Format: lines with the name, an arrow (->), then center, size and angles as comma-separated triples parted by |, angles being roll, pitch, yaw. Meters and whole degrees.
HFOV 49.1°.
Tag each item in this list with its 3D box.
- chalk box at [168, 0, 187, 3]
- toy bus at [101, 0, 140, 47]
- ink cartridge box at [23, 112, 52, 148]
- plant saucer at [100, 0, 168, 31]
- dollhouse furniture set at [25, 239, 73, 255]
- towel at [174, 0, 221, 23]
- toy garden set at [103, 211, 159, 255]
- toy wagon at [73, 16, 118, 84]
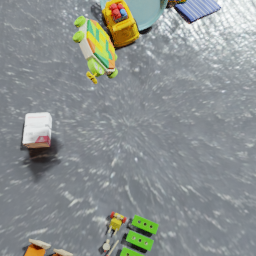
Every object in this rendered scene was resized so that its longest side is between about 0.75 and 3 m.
chalk box -> 1.850, -6.654, 11.891 | 1.438, 1.430, 2.311 | 4, 57, 3
toy bus -> -0.385, -4.194, 10.428 | 1.169, 1.654, 1.723 | -23, 76, 2
ink cartridge box -> -2.921, 0.069, 9.086 | 0.777, 0.453, 1.067 | -3, 65, -2
plant saucer -> 0.236, -5.233, 11.048 | 2.758, 0.378, 2.758 | 3, 102, 12
dollhouse furniture set -> -1.952, 4.169, 6.566 | 2.412, 1.256, 2.439 | 19, 65, 9
towel -> 2.948, -5.104, 11.873 | 1.664, 0.198, 1.205 | -27, 64, -15
toy garden set -> -0.061, 3.170, 7.620 | 1.345, 0.322, 1.614 | 20, 66, 8
toy wagon -> -0.604, -1.492, 5.572 | 0.298, 1.169, 1.507 | -25, 46, 23
